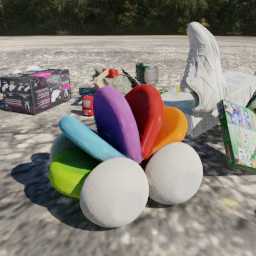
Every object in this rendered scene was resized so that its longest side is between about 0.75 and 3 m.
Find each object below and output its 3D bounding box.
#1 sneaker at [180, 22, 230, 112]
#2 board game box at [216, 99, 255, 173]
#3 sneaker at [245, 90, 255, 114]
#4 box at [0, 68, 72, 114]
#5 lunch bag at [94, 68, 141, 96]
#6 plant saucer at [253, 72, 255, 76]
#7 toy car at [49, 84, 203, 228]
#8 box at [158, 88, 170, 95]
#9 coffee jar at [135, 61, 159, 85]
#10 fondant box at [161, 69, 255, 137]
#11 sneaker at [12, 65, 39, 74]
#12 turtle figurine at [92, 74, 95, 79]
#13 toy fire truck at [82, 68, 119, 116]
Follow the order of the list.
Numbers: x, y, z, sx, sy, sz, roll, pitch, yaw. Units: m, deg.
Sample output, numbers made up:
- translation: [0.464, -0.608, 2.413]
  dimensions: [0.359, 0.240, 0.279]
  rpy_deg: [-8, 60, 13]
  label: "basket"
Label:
- translation: [1.902, -1.600, 7.556]
  dimensions: [1.230, 2.469, 0.924]
  rpy_deg: [-17, 3, -1]
  label: "sneaker"
- translation: [2.597, 0.192, 6.349]
  dimensions: [1.072, 0.232, 1.593]
  rpy_deg: [16, 57, -25]
  label: "board game box"
- translation: [3.609, -0.333, 7.519]
  dimensions: [0.991, 0.899, 2.334]
  rpy_deg: [31, -6, 17]
  label: "sneaker"
- translation: [-3.510, -1.509, 10.949]
  dimensions: [1.522, 1.321, 2.303]
  rpy_deg: [8, 22, 22]
  label: "box"
- translation: [-0.436, -2.057, 12.594]
  dimensions: [1.987, 1.168, 1.629]
  rpy_deg: [2, 18, -14]
  label: "lunch bag"
- translation: [4.715, -1.299, 10.066]
  dimensions: [0.438, 1.747, 1.747]
  rpy_deg: [-7, 14, 37]
  label: "plant saucer"
- translation: [-0.099, 0.246, 5.363]
  dimensions: [2.885, 2.163, 2.525]
  rpy_deg: [-12, 25, -28]
  label: "toy car"
- translation: [1.501, -1.416, 12.141]
  dimensions: [1.166, 0.277, 1.126]
  rpy_deg: [-17, 25, -36]
  label: "box"
- translation: [0.993, -2.993, 15.107]
  dimensions: [0.832, 1.017, 1.950]
  rpy_deg: [-9, 22, -11]
  label: "coffee jar"
- translation: [2.555, -0.960, 9.197]
  dimensions: [2.816, 0.820, 2.032]
  rpy_deg: [-27, 30, -18]
  label: "fondant box"
- translation: [-4.728, -2.376, 14.011]
  dimensions: [1.353, 1.017, 2.717]
  rpy_deg: [21, 22, 0]
  label: "sneaker"
- translation: [-1.389, -2.981, 15.643]
  dimensions: [1.003, 0.674, 1.339]
  rpy_deg: [9, 29, 21]
  label: "turtle figurine"
- translation: [-1.026, -1.398, 10.477]
  dimensions: [0.501, 1.450, 2.056]
  rpy_deg: [9, 23, 25]
  label: "toy fire truck"
